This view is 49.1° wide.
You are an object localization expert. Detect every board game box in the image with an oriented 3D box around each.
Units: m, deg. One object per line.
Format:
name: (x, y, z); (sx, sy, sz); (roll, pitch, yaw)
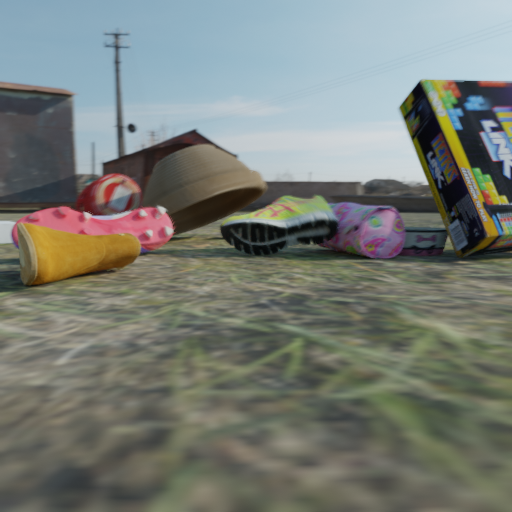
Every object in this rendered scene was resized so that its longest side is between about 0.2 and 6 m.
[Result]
board game box: (4.381, -1.675, 10.184); (2.665, 3.224, 0.914); (-7, -22, -20)

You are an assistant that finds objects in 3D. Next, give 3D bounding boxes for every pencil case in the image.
pencil case: (1.774, -0.497, 10.233); (0.979, 0.979, 2.240); (-2, 8, -17)

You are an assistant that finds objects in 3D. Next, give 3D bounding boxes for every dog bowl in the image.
dog bowl: (2.908, -0.278, 10.452); (1.317, 0.486, 1.317); (-1, 5, 0)

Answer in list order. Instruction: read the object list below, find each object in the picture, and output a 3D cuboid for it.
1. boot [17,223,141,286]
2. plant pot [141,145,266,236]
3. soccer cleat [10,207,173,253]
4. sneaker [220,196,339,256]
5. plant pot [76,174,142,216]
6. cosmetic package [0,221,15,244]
boot: (-2.170, -0.079, 6.995); (1.479, 0.727, 2.065); (-5, 2, -22)
plant pot: (-1.526, -1.708, 13.797); (3.287, 1.517, 3.287); (-22, -4, -2)
soccer cleat: (-2.748, -0.294, 9.571); (2.806, 0.936, 1.073); (-10, -17, -39)
sneaker: (0.381, -0.630, 10.087); (2.084, 0.815, 0.941); (-5, 47, -2)
plant pot: (-3.873, -1.381, 14.857); (1.544, 1.544, 1.406); (-3, -9, -29)
cosmetic package: (-6.121, -0.571, 13.431); (0.688, 0.483, 1.357); (-4, 7, -35)
